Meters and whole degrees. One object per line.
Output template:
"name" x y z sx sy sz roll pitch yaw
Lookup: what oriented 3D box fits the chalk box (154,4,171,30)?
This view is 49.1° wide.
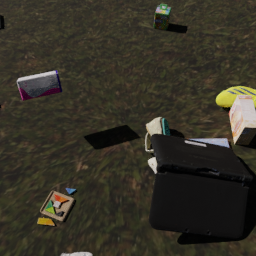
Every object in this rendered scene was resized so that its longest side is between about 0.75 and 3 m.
"chalk box" 1.708 -5.544 13.825 0.699 1.124 0.696 13 56 9

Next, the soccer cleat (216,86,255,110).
"soccer cleat" 4.728 -1.043 10.730 2.575 0.832 1.077 1 35 -2

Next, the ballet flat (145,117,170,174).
"ballet flat" 1.087 0.910 9.557 0.895 0.968 2.870 -19 48 21

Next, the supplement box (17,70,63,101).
"supplement box" -2.839 -1.389 9.069 1.275 0.645 0.659 -14 22 -12

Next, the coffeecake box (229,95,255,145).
"coffeecake box" 4.153 -0.293 10.108 0.527 1.108 1.443 3 55 2

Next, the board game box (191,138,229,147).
"board game box" 2.732 0.781 9.927 1.728 0.168 0.890 0 53 0

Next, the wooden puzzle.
"wooden puzzle" -2.209 2.434 8.764 0.904 0.157 1.340 13 55 9

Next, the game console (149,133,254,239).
"game console" 2.065 1.695 8.709 2.977 1.732 2.618 11 27 -11

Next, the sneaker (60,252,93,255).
"sneaker" -1.153 4.260 7.080 1.007 0.861 2.312 -9 55 -12
